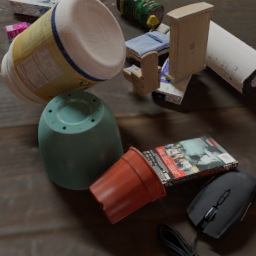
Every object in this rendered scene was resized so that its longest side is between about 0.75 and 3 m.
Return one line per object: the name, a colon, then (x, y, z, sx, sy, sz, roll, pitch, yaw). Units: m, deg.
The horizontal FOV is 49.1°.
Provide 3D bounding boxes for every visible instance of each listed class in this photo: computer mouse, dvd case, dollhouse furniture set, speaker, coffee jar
computer mouse: (2.116, 1.889, 5.678, 2.760, 0.635, 1.938, -32, 56, -24)
dvd case: (1.398, 0.736, 6.618, 1.841, 0.203, 1.344, -15, 29, -10)
dollhouse furniture set: (0.661, -2.866, 8.627, 2.752, 1.902, 2.915, -26, 45, -22)
speaker: (3.030, -2.374, 8.915, 1.204, 1.204, 2.965, -24, 53, -19)
coffee jar: (0.450, -4.794, 11.190, 1.016, 0.832, 1.949, -35, 58, -25)

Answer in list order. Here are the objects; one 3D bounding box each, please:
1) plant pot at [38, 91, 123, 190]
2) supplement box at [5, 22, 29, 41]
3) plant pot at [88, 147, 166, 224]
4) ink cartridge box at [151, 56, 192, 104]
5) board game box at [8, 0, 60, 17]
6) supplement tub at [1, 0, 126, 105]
plant pot: (-1.134, 0.136, 6.514, 2.034, 1.632, 2.034, 0, 49, 0)
supplement box: (-4.093, -3.594, 10.451, 0.825, 0.418, 0.427, -19, 52, -15)
plant pot: (-0.090, 1.266, 5.911, 1.239, 1.274, 1.274, -33, 57, -15)
ink cartridge box: (1.463, -1.587, 8.792, 0.947, 0.373, 1.905, 18, 53, 14)
board game box: (-3.143, -5.663, 12.076, 2.723, 0.593, 2.736, 15, 52, 13)
supplement tub: (-1.708, -1.822, 7.192, 2.865, 2.069, 2.069, -18, 39, 37)
